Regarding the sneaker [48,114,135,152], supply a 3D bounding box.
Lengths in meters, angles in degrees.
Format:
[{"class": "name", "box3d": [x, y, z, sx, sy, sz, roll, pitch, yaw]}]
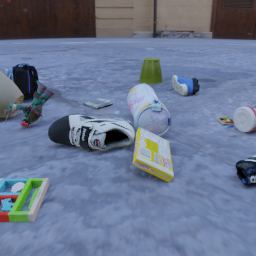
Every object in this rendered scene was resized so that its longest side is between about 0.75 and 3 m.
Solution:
[{"class": "sneaker", "box3d": [-0.957, 0.149, 7.404, 2.354, 0.872, 1.042, -3, 20, -6]}]

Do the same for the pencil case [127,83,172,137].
[{"class": "pencil case", "box3d": [0.592, -0.623, 8.944, 1.064, 1.161, 2.559, -10, 21, -2]}]

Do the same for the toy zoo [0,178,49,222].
[{"class": "toy zoo", "box3d": [-2.536, 1.347, 5.354, 1.781, 0.182, 1.168, -1, 22, -2]}]

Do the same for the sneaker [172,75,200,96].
[{"class": "sneaker", "box3d": [2.741, -2.048, 13.091, 0.977, 0.674, 1.755, -9, 27, -7]}]

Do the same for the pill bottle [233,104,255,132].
[{"class": "pill bottle", "box3d": [4.107, -0.365, 8.789, 1.436, 0.795, 0.795, -10, 24, -25]}]

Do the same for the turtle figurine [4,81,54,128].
[{"class": "turtle figurine", "box3d": [-3.122, -0.622, 8.992, 0.864, 1.715, 1.284, 35, -7, 0]}]

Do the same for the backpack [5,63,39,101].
[{"class": "backpack", "box3d": [-4.467, -1.993, 11.916, 1.210, 1.506, 1.646, -1, 17, -3]}]

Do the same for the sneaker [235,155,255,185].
[{"class": "sneaker", "box3d": [2.871, 1.052, 5.735, 0.830, 0.542, 1.484, -14, 18, -24]}]

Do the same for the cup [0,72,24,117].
[{"class": "cup", "box3d": [-4.389, -1.030, 9.707, 1.210, 1.692, 1.692, 25, 21, -6]}]

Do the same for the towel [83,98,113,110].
[{"class": "towel", "box3d": [-1.182, -0.993, 11.206, 0.921, 0.159, 0.887, 21, 30, 40]}]

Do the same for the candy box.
[{"class": "candy box", "box3d": [0.602, 0.570, 6.768, 0.924, 0.239, 1.808, 28, 21, -6]}]

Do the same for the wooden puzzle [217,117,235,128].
[{"class": "wooden puzzle", "box3d": [3.332, -0.230, 9.385, 0.606, 0.105, 0.898, -4, 23, -10]}]

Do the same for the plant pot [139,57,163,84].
[{"class": "plant pot", "box3d": [1.253, -3.110, 15.021, 1.289, 1.241, 1.289, 0, 22, 0]}]
